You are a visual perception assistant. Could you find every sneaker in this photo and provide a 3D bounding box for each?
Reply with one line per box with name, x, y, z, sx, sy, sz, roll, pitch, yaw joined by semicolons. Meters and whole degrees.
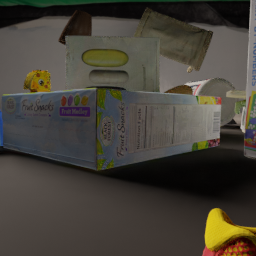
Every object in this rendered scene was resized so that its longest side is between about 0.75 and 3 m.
sneaker;0.598;0.295;0.537;0.913;0.352;0.333;1;2;-7

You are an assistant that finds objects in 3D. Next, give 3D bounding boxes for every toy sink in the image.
toy sink;2.689;-0.263;5.491;1.472;0.825;0.960;6;5;13

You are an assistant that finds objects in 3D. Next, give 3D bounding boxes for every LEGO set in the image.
LEGO set;-1.783;-0.348;4.405;1.041;1.119;2.728;4;5;39

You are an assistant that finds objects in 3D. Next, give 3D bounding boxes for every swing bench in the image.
swing bench;1.448;-2.872;9.265;2.204;1.437;2.216;22;10;2

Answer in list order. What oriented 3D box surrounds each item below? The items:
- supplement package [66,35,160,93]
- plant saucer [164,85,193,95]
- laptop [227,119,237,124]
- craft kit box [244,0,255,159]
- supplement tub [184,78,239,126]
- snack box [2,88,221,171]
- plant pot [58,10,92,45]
supplement package;-0.401;-1.078;7.182;2.207;2.111;1.623;-1;-1;-5
plant saucer;0.947;-0.365;6.371;1.435;0.254;1.435;-27;-27;-15
laptop;3.293;-0.173;10.043;0.841;0.521;0.898;0;-25;-4
craft kit box;2.307;-0.944;3.232;2.453;2.484;0.603;-2;5;-38
supplement tub;2.349;-0.806;8.927;1.429;1.429;2.037;-1;5;-15
snack box;-0.146;-0.088;3.489;1.802;0.723;2.137;4;7;43
plant pot;-1.793;-3.556;10.174;1.166;1.248;1.166;18;5;-2
